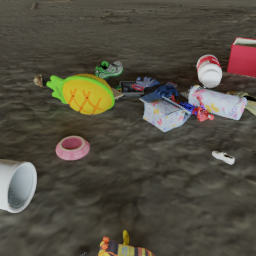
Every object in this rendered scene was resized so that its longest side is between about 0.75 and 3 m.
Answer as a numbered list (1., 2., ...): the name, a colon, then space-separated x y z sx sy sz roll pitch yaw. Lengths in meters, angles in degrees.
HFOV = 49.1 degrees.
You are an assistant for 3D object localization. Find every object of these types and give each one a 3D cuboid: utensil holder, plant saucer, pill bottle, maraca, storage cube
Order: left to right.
1. utensil holder: -3.481 1.462 7.484 1.554 1.321 1.321 6 35 13
2. plant saucer: -1.890 0.625 9.568 1.147 0.291 1.147 1 35 0
3. maraca: -1.873 -1.377 11.159 2.803 1.922 1.500 9 54 14
4. pill bottle: 4.012 -2.783 13.824 1.108 1.108 1.973 5 34 7
5. storage cube: 6.277 -3.790 14.919 1.726 1.551 1.475 15 37 22

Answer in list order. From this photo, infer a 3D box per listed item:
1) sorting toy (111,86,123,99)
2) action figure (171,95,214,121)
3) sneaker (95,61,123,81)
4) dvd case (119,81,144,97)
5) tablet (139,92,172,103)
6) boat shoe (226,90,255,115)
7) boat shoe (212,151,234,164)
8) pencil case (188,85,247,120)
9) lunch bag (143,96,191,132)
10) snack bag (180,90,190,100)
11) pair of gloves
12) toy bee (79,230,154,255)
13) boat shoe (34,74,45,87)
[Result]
1. sorting toy: -0.794 -1.389 12.502 1.663 0.281 0.802 -28 43 -31
2. action figure: 2.504 -0.938 11.233 2.074 1.027 0.677 28 58 31
3. sneaker: -0.925 -3.083 14.499 0.783 0.855 2.007 19 38 26
4. dvd case: 0.161 -1.861 13.308 1.085 0.179 1.444 -2 35 -3
5. tablet: 1.286 -1.370 12.658 1.377 0.094 0.896 -28 43 -34
6. boat shoe: 5.102 -1.187 11.870 0.783 0.675 2.147 -16 38 -22
7. boat shoe: 3.128 0.902 9.179 0.269 0.265 0.759 -28 43 -34
8. pencil case: 3.605 -1.069 11.458 2.255 0.937 1.023 21 50 27
9. lunch bag: 1.523 -0.632 10.877 1.459 0.928 1.237 -18 39 -34
10. snack bag: 2.998 -1.540 12.903 0.956 0.102 0.901 -15 37 -20
11. pair of gloves: 1.363 -1.938 13.219 2.256 0.257 1.814 20 31 17
12. toy bee: -0.259 2.737 5.915 1.728 0.939 1.131 -9 37 -14
13. boat shoe: -4.349 -2.271 13.718 0.459 0.471 1.244 -15 29 -12
